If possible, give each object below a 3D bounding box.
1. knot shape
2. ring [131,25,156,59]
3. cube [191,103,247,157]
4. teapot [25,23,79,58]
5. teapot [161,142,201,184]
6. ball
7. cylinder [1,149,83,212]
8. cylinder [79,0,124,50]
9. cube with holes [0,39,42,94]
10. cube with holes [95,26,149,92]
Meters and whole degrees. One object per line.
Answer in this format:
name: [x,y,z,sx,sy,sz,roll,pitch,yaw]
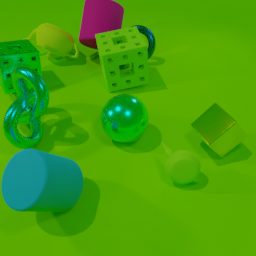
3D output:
knot shape: [-2.350,-0.533,6.595,0.853,1.846,1.728,9,13,-19]
ring: [0.310,-2.696,9.030,1.182,1.182,0.236,11,19,11]
cube: [2.008,0.051,6.210,0.748,0.748,0.748,-43,44,12]
teapot: [-2.491,-2.810,9.195,2.016,0.987,1.253,25,5,8]
teapot: [1.082,0.735,5.747,1.139,0.708,0.557,44,14,-13]
ball: [-0.079,-0.221,6.515,1.129,1.129,1.129,0,44,0]
cylinder: [-1.524,0.982,5.095,1.039,1.039,1.039,-9,71,26]
cylinder: [-0.854,-3.302,9.044,1.297,1.297,1.297,9,2,0]
cube with holes: [-3.175,-1.783,8.001,1.072,1.072,1.072,-17,42,-28]
cube with holes: [-0.162,-2.007,8.152,1.224,1.224,1.224,-13,46,-5]
